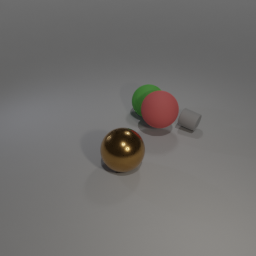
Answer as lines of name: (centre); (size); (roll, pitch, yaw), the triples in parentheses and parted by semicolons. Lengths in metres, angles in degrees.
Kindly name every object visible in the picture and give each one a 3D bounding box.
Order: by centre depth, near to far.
ball: (-0.165, 0.682, 8.776); (1.400, 1.400, 1.400); (0, 31, 0)
ball: (1.186, -0.689, 10.440); (1.400, 1.400, 1.400); (0, 31, 0)
cylinder: (2.409, -0.334, 10.955); (0.700, 0.700, 0.700); (27, 39, 21)
ball: (0.858, -1.122, 11.740); (1.400, 1.400, 1.400); (0, 31, 0)
